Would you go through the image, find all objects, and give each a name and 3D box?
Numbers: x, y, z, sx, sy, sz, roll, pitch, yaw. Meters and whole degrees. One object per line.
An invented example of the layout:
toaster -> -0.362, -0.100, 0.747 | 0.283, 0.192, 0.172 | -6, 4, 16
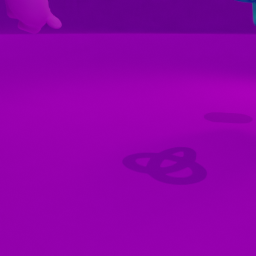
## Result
monkey head -> -1.372, -1.815, 4.083 | 0.632, 1.049, 0.754 | -27, 18, 46
knot shape -> 2.278, -2.360, 4.719 | 1.506, 0.696, 1.409 | 37, 11, -32
